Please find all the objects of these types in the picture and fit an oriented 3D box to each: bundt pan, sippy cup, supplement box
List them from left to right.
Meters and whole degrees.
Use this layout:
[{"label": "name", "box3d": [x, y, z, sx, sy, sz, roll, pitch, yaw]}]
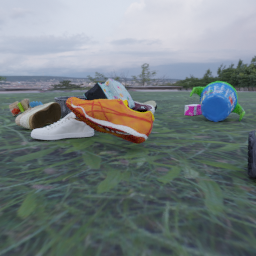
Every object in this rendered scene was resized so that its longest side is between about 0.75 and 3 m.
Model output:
[{"label": "bundt pan", "box3d": [-2.403, -1.093, 14.803, 2.880, 1.081, 2.880, -1, 10, 0]}, {"label": "supplement box", "box3d": [3.728, -1.032, 15.929, 0.554, 0.566, 1.095, 10, 13, 41]}, {"label": "sippy cup", "box3d": [4.371, -1.196, 13.762, 2.463, 1.934, 1.805, -6, 18, 25]}]

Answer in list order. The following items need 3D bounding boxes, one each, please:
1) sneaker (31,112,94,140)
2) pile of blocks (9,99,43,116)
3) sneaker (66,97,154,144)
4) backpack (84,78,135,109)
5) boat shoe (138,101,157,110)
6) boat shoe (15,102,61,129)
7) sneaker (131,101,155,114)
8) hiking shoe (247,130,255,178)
[{"label": "sneaker", "box3d": [-2.261, -0.098, 9.705, 2.134, 0.903, 0.777, -5, 13, -21]}, {"label": "pile of blocks", "box3d": [-5.327, -1.095, 15.228, 2.265, 0.930, 0.704, -2, 12, -10]}, {"label": "sneaker", "box3d": [-0.573, -0.431, 8.667, 2.937, 1.133, 1.072, 20, -19, 17]}, {"label": "backpack", "box3d": [-0.692, -1.093, 12.092, 1.632, 1.872, 2.129, -37, -6, 8]}, {"label": "boat shoe", "box3d": [0.829, -1.243, 17.135, 1.916, 0.701, 0.600, -5, -21, 16]}, {"label": "boat shoe", "box3d": [-3.805, -0.566, 12.242, 0.891, 0.990, 2.744, 4, 16, 14]}, {"label": "sneaker", "box3d": [0.311, -1.015, 15.273, 2.109, 0.798, 1.218, 5, 14, 20]}, {"label": "hiking shoe", "box3d": [3.348, 0.502, 5.994, 1.300, 0.978, 2.582, 2, 9, 32]}]
